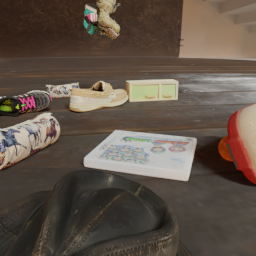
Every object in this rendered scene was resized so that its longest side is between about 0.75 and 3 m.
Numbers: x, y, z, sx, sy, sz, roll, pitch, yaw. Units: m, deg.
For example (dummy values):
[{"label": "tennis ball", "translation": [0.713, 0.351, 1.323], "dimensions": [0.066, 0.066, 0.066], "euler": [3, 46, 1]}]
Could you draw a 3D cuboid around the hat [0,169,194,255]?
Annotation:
[{"label": "hat", "translation": [-0.280, 1.107, 2.398], "dimensions": [2.863, 1.155, 2.863], "euler": [15, 26, -7]}]

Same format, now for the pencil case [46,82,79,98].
[{"label": "pencil case", "translation": [-3.073, -1.793, 13.297], "dimensions": [1.549, 0.693, 0.603], "euler": [-8, 20, -20]}]

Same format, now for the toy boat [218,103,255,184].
[{"label": "toy boat", "translation": [2.626, 0.307, 5.952], "dimensions": [2.295, 1.498, 1.500], "euler": [-16, -6, -41]}]

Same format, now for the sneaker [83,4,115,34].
[{"label": "sneaker", "translation": [-1.313, -4.471, 11.938], "dimensions": [0.740, 1.069, 1.770], "euler": [-15, 46, -42]}]

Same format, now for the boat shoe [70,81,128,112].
[{"label": "boat shoe", "translation": [-1.078, -1.399, 11.446], "dimensions": [1.098, 1.030, 2.977], "euler": [14, 22, 37]}]

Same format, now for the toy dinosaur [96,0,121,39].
[{"label": "toy dinosaur", "translation": [-0.310, -2.779, 5.407], "dimensions": [0.580, 1.077, 2.444], "euler": [13, 51, -15]}]

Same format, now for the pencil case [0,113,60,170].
[{"label": "pencil case", "translation": [-2.435, 0.220, 6.492], "dimensions": [0.790, 0.908, 2.030], "euler": [16, 21, 18]}]

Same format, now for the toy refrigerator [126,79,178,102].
[{"label": "toy refrigerator", "translation": [1.096, -1.714, 12.752], "dimensions": [2.277, 0.864, 0.797], "euler": [-4, 18, -13]}]

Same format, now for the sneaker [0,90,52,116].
[{"label": "sneaker", "translation": [-3.869, -0.846, 10.164], "dimensions": [2.150, 0.793, 0.941], "euler": [-8, 19, -9]}]

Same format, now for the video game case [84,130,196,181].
[{"label": "video game case", "translation": [0.400, 0.540, 6.551], "dimensions": [2.216, 0.263, 2.018], "euler": [6, 18, 16]}]
